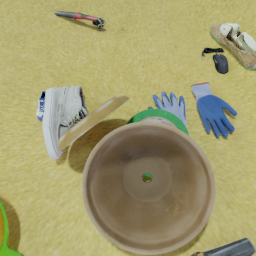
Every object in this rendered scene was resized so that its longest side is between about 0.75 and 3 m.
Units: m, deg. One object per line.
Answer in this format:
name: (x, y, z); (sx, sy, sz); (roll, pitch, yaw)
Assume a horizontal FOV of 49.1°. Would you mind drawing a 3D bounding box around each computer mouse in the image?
computer mouse: (3.056, -2.439, 9.810); (0.869, 0.285, 1.238); (1, 58, 0)

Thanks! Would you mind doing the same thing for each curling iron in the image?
curling iron: (-1.917, -4.225, 10.840); (2.330, 0.578, 0.298); (19, 61, 17)

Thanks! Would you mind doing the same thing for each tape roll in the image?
tape roll: (0.745, 0.400, 7.715); (1.854, 0.446, 1.854); (0, 72, -1)

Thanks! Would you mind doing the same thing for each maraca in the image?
maraca: (-3.569, 2.474, 6.088); (2.029, 1.583, 2.960); (-31, 83, -20)

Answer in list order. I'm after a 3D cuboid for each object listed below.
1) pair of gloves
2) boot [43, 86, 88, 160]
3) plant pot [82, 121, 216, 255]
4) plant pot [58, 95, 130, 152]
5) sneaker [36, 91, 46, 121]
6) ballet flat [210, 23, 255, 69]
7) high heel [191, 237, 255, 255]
pair of gloves: (1.983, -0.453, 8.592); (2.574, 0.293, 2.069); (-12, 61, -6)
boot: (-1.747, -0.295, 8.106); (1.168, 0.899, 2.444); (-11, 58, 1)
plant pot: (0.457, 1.288, 6.587); (2.872, 1.326, 2.872); (0, 89, 3)
plant pot: (-0.934, -0.190, 7.291); (2.292, 2.292, 0.315); (-39, 96, -21)
sneaker: (-2.665, -0.704, 8.653); (0.366, 0.429, 0.972); (0, 59, -1)
ballet flat: (3.894, -3.191, 9.953); (0.894, 0.828, 2.536); (-28, 62, -15)
high heel: (2.295, 3.672, 5.541); (1.924, 0.964, 2.699); (-12, 42, -15)
